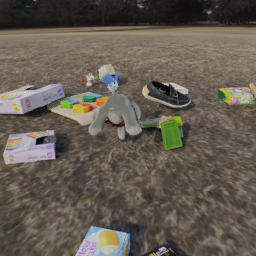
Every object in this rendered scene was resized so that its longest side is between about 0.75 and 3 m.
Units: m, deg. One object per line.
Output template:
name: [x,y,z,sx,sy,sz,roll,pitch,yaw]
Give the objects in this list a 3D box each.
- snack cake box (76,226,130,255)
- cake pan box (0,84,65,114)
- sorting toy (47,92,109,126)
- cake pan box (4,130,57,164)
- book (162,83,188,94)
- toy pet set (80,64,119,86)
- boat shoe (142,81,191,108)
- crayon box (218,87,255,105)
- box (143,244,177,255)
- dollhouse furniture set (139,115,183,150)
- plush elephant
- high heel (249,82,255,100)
snack cake box: [-0.525,2.419,4.856,0.806,0.471,1.402,7,25,13]
cake pan box: [-4.590,-1.336,12.599,2.473,0.702,2.685,5,24,30]
sorting toy: [-1.829,-1.045,12.549,2.648,0.522,2.861,-21,32,-39]
cake pan box: [-3.089,0.590,9.059,1.560,0.408,1.437,-5,27,-11]
book: [2.414,-2.155,15.321,1.075,0.387,1.608,-6,23,-21]
toy pet set: [-1.404,-2.872,16.579,1.904,1.083,2.039,-26,-1,41]
boat shoe: [1.733,-1.441,11.792,2.282,0.710,0.851,13,46,-22]
crayon box: [5.466,-1.585,13.838,1.573,0.458,1.357,-3,26,-7]
box: [0.534,2.527,4.931,0.917,0.226,0.732,-15,27,-30]
dollhouse furniture set: [1.265,0.122,10.164,1.174,0.907,2.349,-13,7,-10]
plush elephant: [-0.295,-0.327,8.808,1.543,1.450,1.873,-7,61,9]
high heel: [5.597,-1.336,11.954,2.832,1.011,2.019,-6,43,-47]
